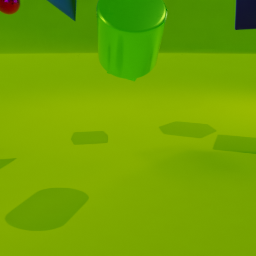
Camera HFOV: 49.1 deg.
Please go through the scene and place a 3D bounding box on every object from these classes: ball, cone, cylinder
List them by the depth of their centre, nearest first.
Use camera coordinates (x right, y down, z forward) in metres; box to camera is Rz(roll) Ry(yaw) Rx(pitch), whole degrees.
[{"bbox_3d":[0.025,-1.349,4.038,0.928,0.928,0.928,2,61,-3],"label":"cylinder"},{"bbox_3d":[-1.262,-2.577,5.539,1.057,1.061,1.057,-10,51,12],"label":"cone"},{"bbox_3d":[-3.741,-3.921,8.680,0.760,0.760,0.760,0,17,0],"label":"ball"}]

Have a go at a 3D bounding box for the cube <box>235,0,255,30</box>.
[{"bbox_3d":[3.729,-3.681,8.056,1.151,1.151,1.151,3,58,20],"label":"cube"}]

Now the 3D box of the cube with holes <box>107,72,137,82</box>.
[{"bbox_3d":[-0.009,-1.922,7.590,0.829,0.829,0.829,15,-25,-14],"label":"cube with holes"}]
